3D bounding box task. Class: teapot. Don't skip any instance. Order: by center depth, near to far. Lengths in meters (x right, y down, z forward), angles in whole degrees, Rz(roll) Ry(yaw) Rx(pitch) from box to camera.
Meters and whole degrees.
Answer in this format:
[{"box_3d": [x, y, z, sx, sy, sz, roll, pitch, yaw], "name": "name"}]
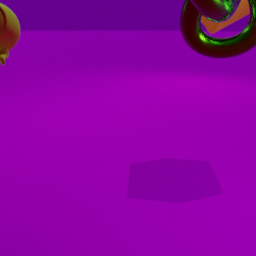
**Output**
[{"box_3d": [-2.113, -1.543, 4.323, 0.832, 1.338, 0.655, -22, 2, -9], "name": "teapot"}]

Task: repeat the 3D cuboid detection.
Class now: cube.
[{"box_3d": [1.953, -2.825, 5.442, 1.178, 1.178, 1.178, -31, -8, -13], "name": "cube"}]

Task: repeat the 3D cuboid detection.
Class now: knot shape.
[{"box_3d": [1.120, -1.611, 2.943, 1.440, 1.539, 0.711, -49, 44, -2], "name": "knot shape"}]
